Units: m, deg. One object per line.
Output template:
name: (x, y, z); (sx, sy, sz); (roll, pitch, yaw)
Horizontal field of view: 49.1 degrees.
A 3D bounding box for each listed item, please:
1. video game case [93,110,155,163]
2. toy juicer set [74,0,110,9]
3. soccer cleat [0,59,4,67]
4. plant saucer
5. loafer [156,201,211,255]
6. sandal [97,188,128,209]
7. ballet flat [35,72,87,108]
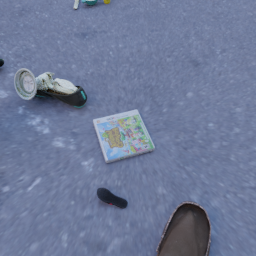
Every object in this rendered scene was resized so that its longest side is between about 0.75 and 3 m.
video game case: (-0.139, 0.173, 7.547); (1.319, 0.160, 1.449); (-14, 52, -11)
toy juicer set: (-1.689, -5.770, 12.269); (1.718, 0.467, 1.093); (-17, 53, -13)
soccer cleat: (-4.807, -1.856, 9.065); (1.606, 0.542, 0.651); (-17, 73, -15)
plant saucer: (-2.872, -1.256, 8.018); (0.892, 0.892, 0.224); (28, 25, 21)
loafer: (0.970, 2.495, 5.090); (1.005, 0.977, 2.752); (17, 52, 13)
sandal: (-0.379, 1.620, 6.375); (0.769, 0.173, 0.289); (26, 59, 3)
ballet flat: (-2.193, -1.259, 8.358); (2.157, 0.738, 0.733); (16, 53, 13)
